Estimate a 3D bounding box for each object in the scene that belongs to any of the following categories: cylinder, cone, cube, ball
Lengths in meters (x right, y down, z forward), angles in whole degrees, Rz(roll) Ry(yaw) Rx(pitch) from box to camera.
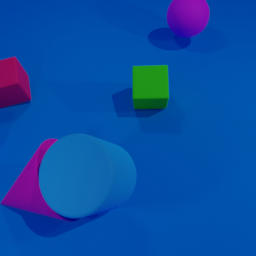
[{"bbox_3d":[-0.645,0.840,4.956,1.315,1.315,1.315,-3,79,17],"label":"cylinder"},{"bbox_3d":[-1.977,1.303,5.769,1.687,1.681,1.681,-23,51,16],"label":"cone"},{"bbox_3d":[-3.220,-1.208,7.507,0.878,0.878,0.878,-15,65,-2],"label":"cube"},{"bbox_3d":[1.900,-3.573,8.911,1.327,1.327,1.327,0,52,0],"label":"ball"},{"bbox_3d":[0.578,-1.043,7.327,0.892,0.892,0.892,-1,77,3],"label":"cube"}]
